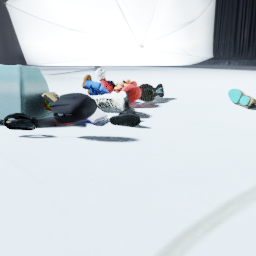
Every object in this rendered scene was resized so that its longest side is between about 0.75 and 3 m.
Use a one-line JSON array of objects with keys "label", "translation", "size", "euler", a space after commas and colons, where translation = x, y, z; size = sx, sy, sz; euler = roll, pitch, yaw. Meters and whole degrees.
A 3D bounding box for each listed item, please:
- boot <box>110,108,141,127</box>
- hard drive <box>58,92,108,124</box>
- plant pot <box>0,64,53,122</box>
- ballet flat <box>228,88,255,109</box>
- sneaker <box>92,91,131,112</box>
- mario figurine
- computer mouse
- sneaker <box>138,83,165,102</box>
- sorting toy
[{"label": "boot", "translation": [0.069, -0.383, 9.469], "size": [1.147, 0.438, 0.963], "euler": [0, 18, 29]}, {"label": "hard drive", "translation": [-1.550, -0.731, 9.784], "size": [1.545, 0.196, 1.019], "euler": [35, 21, 12]}, {"label": "plant pot", "translation": [-3.836, -1.269, 9.795], "size": [1.779, 1.817, 1.783], "euler": [6, 10, 17]}, {"label": "ballet flat", "translation": [5.187, -1.238, 12.491], "size": [0.747, 0.673, 1.983], "euler": [20, 17, -14]}, {"label": "sneaker", "translation": [-0.804, -0.906, 11.077], "size": [1.338, 0.878, 2.326], "euler": [-16, 14, -17]}, {"label": "mario figurine", "translation": [-0.608, -1.931, 12.870], "size": [2.799, 1.484, 1.728], "euler": [15, 16, 26]}, {"label": "computer mouse", "translation": [-2.195, -0.340, 7.786], "size": [2.768, 0.811, 0.471], "euler": [-14, 35, 9]}, {"label": "sneaker", "translation": [0.854, -1.673, 13.838], "size": [1.053, 0.917, 2.340], "euler": [-7, 2, 38]}, {"label": "sorting toy", "translation": [-2.312, -0.655, 9.566], "size": [1.270, 0.442, 1.263], "euler": [39, 7, -7]}]
